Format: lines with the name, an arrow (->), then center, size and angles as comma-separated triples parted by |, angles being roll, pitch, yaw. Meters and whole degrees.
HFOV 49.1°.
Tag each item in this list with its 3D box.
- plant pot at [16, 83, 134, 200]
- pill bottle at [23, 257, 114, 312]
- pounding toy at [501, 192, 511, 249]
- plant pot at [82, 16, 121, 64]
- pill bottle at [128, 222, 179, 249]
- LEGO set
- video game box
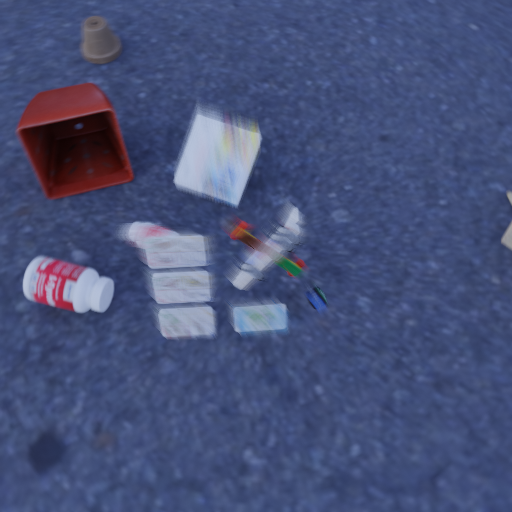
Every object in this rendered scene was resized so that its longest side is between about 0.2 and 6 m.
plant pot -> -3.382, -2.303, 10.549 | 1.667, 1.668, 1.470 | -14, 50, -8
pill bottle -> -3.105, 0.514, 9.346 | 1.318, 0.740, 0.740 | 13, 61, 7
pounding toy -> 5.035, -0.554, 9.973 | 1.340, 0.952, 1.233 | 35, 69, 9
plant pot -> -3.493, -4.824, 12.381 | 0.872, 0.760, 0.872 | 0, 61, 1
pill bottle -> -1.807, -0.308, 9.871 | 0.833, 0.468, 0.468 | 20, 62, 20
LEGO set -> -0.247, 0.326, 8.862 | 2.712, 2.026, 0.666 | -4, 37, 0
video game box -> -0.707, -1.791, 10.429 | 1.239, 0.318, 1.359 | 20, 89, 8
